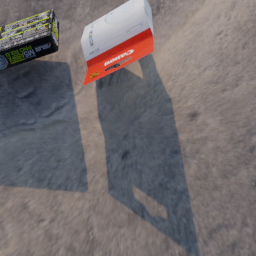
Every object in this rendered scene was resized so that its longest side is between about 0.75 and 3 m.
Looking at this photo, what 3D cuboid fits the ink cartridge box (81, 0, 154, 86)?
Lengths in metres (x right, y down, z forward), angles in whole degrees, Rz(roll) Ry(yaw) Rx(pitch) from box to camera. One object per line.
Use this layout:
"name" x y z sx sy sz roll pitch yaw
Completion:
"ink cartridge box" -0.380 -2.556 7.906 2.168 0.640 2.709 -21 39 21

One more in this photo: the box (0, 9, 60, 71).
"box" -3.317 -2.569 8.347 2.505 0.555 2.007 -18 42 3
